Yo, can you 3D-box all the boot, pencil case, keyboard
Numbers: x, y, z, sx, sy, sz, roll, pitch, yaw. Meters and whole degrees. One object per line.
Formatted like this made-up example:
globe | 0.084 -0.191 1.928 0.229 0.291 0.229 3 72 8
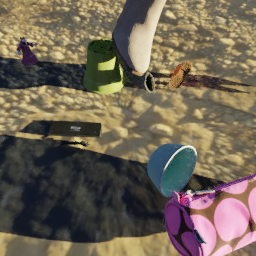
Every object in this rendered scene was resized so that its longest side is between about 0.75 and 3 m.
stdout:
boot | 0.491 -2.828 6.622 0.974 2.027 2.772 16 44 -32
boot | 1.393 -1.465 7.885 0.897 0.337 0.481 -53 23 -1
boot | 0.213 -1.455 7.233 0.394 0.988 1.087 -31 31 -8
pencil case | 2.020 1.349 4.940 2.698 1.224 1.264 -15 91 -20
keyboard | -1.296 0.150 6.815 1.307 0.135 0.830 2 44 3

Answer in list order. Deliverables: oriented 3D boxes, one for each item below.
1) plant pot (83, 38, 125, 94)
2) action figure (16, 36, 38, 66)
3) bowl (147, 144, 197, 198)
plant pot | -0.685 -1.779 7.764 1.232 1.170 1.232 1 50 -1
action figure | -2.985 -2.312 8.303 0.606 0.905 0.674 -20 35 -19
bowl | 0.829 0.767 5.725 1.137 1.137 0.595 -35 43 -26
